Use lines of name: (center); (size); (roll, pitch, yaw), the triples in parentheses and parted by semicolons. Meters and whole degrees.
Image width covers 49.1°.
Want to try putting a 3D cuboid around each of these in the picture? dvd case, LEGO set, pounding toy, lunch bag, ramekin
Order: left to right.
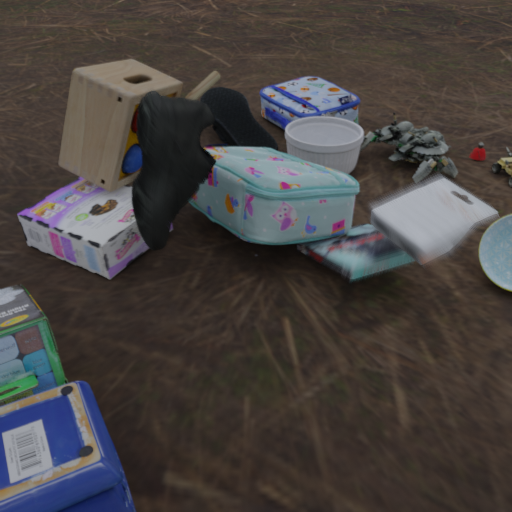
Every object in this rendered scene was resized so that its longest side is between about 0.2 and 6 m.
pounding toy: (-1.793, -2.168, 8.797); (1.397, 1.809, 1.965); (27, 31, 10)
lunch bag: (0.211, -1.057, 8.720); (2.052, 0.986, 2.559); (-10, 29, -33)
lunch bag: (1.165, -3.324, 12.606); (1.770, 0.835, 2.209); (-20, 38, -24)
ramekin: (1.290, -2.056, 10.772); (1.482, 0.778, 1.482); (0, 35, 0)
dvd case: (1.464, -0.109, 7.936); (1.236, 0.186, 1.693); (-15, 16, -16)
LEGO set: (3.555, -2.160, 10.813); (3.174, 0.899, 2.061); (0, 34, 0)

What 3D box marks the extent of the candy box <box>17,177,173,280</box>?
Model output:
candy box: (-2.428, -0.515, 8.582); (1.757, 0.628, 1.474); (19, 42, 27)

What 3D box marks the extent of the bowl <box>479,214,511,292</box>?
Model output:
bowl: (3.713, 0.013, 7.802); (1.115, 1.115, 0.600); (23, -3, 30)

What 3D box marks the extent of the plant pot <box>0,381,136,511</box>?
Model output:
plant pot: (-1.754, 1.900, 4.650); (1.313, 1.180, 1.313); (-16, 37, -23)

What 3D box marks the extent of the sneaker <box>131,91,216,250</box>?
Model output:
sneaker: (-1.061, -1.005, 7.326); (1.016, 2.239, 0.850); (-5, 42, -26)

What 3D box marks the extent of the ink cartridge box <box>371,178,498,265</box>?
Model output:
ink cartridge box: (2.086, -0.441, 6.646); (1.139, 0.286, 0.924); (-22, 43, -19)

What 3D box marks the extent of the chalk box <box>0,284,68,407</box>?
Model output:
chalk box: (-2.516, 1.127, 5.446); (1.100, 1.094, 1.768); (-19, 21, -26)

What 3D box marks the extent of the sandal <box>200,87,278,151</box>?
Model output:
sandal: (-0.471, -2.702, 11.956); (1.059, 0.674, 2.818); (-13, 49, -19)
